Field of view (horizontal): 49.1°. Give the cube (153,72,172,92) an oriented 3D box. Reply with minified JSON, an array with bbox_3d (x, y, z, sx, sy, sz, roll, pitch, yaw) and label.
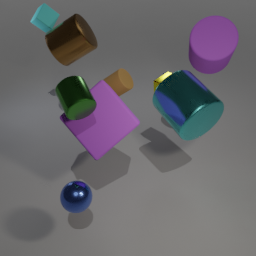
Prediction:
[{"bbox_3d":[1.286,-1.218,8.747,0.700,0.700,0.700,-35,48,-28],"label":"cube"}]

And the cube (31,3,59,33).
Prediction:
[{"bbox_3d":[-3.225,-4.263,10.886,0.700,0.700,0.700,31,-14,-34],"label":"cube"}]

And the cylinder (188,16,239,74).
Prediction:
[{"bbox_3d":[2.651,-2.584,8.896,1.400,1.400,1.400,7,-5,12],"label":"cylinder"}]

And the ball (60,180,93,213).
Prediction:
[{"bbox_3d":[-1.129,1.502,6.125,0.700,0.700,0.700,0,32,0],"label":"ball"}]

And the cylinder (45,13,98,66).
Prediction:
[{"bbox_3d":[-2.079,-3.248,10.397,1.400,1.400,1.400,-26,27,18],"label":"cylinder"}]

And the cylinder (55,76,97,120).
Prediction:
[{"bbox_3d":[-1.129,-0.647,6.076,0.700,0.700,0.700,-17,62,-25],"label":"cylinder"}]

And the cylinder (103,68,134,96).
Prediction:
[{"bbox_3d":[-0.309,-1.352,8.561,0.700,0.700,0.700,-26,17,33],"label":"cylinder"}]

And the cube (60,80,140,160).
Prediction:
[{"bbox_3d":[-0.654,-0.206,7.329,1.400,1.400,1.400,-41,0,4],"label":"cube"}]

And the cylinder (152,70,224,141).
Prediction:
[{"bbox_3d":[1.607,-0.617,7.628,1.400,1.400,1.400,-17,53,-26],"label":"cylinder"}]
